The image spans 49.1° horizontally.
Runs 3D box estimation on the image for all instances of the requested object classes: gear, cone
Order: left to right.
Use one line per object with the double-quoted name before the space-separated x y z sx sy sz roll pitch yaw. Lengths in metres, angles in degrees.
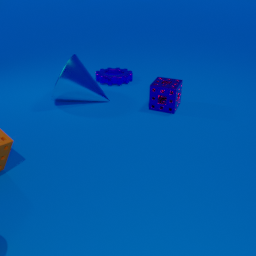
"cone" -1.239 -1.175 8.515 1.560 1.554 1.554 27 31 -7
"gear" -0.503 -1.908 10.200 1.344 0.249 1.344 1 27 0

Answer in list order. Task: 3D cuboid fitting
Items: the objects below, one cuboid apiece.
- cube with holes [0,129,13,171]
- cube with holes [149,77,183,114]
"cube with holes" -2.865 0.414 5.339 0.798 0.798 0.798 38 29 14
"cube with holes" 1.098 -0.965 8.146 0.761 0.761 0.761 12 32 19
